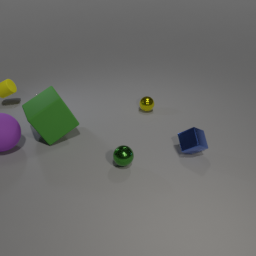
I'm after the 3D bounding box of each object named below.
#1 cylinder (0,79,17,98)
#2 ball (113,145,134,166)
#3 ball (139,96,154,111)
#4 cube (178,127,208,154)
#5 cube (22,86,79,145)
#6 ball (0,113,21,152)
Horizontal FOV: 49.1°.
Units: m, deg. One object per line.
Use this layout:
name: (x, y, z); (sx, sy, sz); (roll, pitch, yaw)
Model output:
cylinder: (-5.731, -1.847, 13.130); (0.700, 0.700, 0.700); (-22, 29, 12)
ball: (-0.154, 0.927, 9.373); (0.700, 0.700, 0.700); (0, 31, 0)
ball: (0.872, -1.112, 12.922); (0.700, 0.700, 0.700); (0, 31, 0)
cube: (2.279, 0.458, 9.842); (0.700, 0.700, 0.700); (15, 57, -45)
cube: (-2.972, -0.500, 10.759); (1.400, 1.400, 1.400); (-36, 38, -7)
ball: (-4.603, 0.154, 10.106); (1.400, 1.400, 1.400); (0, 31, 0)
